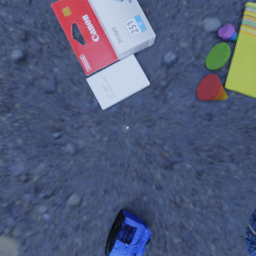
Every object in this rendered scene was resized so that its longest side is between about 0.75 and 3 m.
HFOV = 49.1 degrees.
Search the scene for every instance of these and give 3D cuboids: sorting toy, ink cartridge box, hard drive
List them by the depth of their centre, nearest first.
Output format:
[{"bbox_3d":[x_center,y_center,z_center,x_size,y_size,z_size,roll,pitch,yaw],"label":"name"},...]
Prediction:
[{"bbox_3d":[2.628,-1.676,7.661,0.774,0.780,2.249,23,81,-27],"label":"sorting toy"},{"bbox_3d":[-0.271,-1.268,7.728,1.468,0.196,0.968,-29,85,-2],"label":"hard drive"},{"bbox_3d":[-0.736,-2.998,7.737,2.139,0.543,2.427,-27,85,-4],"label":"ink cartridge box"}]

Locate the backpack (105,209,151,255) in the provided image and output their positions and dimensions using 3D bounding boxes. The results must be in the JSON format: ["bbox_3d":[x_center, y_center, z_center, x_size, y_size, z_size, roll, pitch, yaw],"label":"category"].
[{"bbox_3d":[-0.020,2.790,6.948,0.958,0.928,1.141,27,84,0],"label":"backpack"}]

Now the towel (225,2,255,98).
[{"bbox_3d":[3.481,-2.154,7.767,1.101,0.231,2.559,17,85,-3],"label":"towel"}]

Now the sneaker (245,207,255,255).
[{"bbox_3d":[2.414,0.987,3.315,2.154,0.830,0.918,-42,93,3],"label":"sneaker"}]
